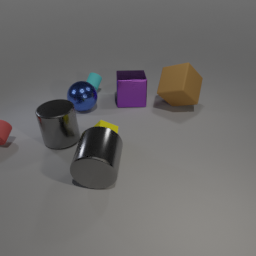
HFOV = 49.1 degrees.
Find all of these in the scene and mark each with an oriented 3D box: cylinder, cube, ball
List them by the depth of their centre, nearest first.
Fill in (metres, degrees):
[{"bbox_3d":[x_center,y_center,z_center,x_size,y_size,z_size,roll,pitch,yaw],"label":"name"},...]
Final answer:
[{"bbox_3d":[-0.930,0.903,8.611,1.400,1.400,1.400,3,41,6],"label":"cylinder"},{"bbox_3d":[-0.827,0.254,9.631,0.700,0.700,0.700,21,59,-23],"label":"cube"},{"bbox_3d":[-4.745,0.161,10.328,0.700,0.700,0.700,4,54,8],"label":"cylinder"},{"bbox_3d":[-2.607,-0.157,10.525,1.400,1.400,1.400,-3,33,2],"label":"cylinder"},{"bbox_3d":[2.382,-1.940,12.807,1.400,1.400,1.400,-1,67,42],"label":"cube"},{"bbox_3d":[-2.100,-1.458,12.886,1.400,1.400,1.400,0,30,0],"label":"ball"},{"bbox_3d":[0.150,-1.922,13.643,1.400,1.400,1.400,-2,30,-3],"label":"cube"},{"bbox_3d":[-1.799,-2.416,14.626,0.700,0.700,0.700,14,74,22],"label":"cylinder"}]
